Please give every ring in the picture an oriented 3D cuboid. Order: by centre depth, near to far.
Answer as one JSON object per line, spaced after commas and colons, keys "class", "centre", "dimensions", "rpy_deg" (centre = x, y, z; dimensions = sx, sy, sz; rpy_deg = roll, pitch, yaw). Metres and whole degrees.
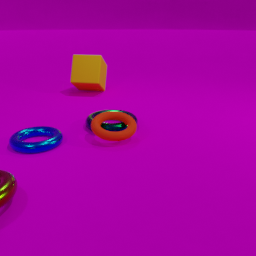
{"class": "ring", "centre": [-2.657, 1.102, 4.647], "dimensions": [1.555, 0.311, 1.555], "rpy_deg": [-4, 16, 1]}
{"class": "ring", "centre": [-2.328, 0.272, 7.141], "dimensions": [1.327, 0.265, 1.327], "rpy_deg": [0, 21, 0]}
{"class": "ring", "centre": [-0.368, -0.063, 7.367], "dimensions": [1.207, 0.241, 1.207], "rpy_deg": [3, 35, -2]}
{"class": "ring", "centre": [-0.484, -0.206, 8.303], "dimensions": [1.554, 0.311, 1.554], "rpy_deg": [0, 21, 0]}

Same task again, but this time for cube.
{"class": "cube", "centre": [-1.634, -2.308, 11.883], "dimensions": [1.209, 1.209, 1.209], "rpy_deg": [3, -7, 8]}
